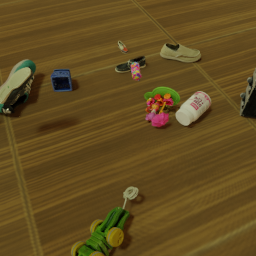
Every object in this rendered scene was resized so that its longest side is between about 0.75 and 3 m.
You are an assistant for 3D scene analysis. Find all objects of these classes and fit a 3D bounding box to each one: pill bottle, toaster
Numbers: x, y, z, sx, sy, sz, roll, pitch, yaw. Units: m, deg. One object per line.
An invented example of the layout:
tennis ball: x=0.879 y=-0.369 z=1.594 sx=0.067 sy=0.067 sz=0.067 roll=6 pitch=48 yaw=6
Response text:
pill bottle: x=2.520 y=-0.747 z=10.837 sx=0.787 sy=0.787 sz=1.388 roll=35 pitch=60 yaw=25
toaster: x=5.406 y=-1.233 z=10.588 sx=1.963 sy=1.775 sz=1.165 roll=9 pitch=51 yaw=8

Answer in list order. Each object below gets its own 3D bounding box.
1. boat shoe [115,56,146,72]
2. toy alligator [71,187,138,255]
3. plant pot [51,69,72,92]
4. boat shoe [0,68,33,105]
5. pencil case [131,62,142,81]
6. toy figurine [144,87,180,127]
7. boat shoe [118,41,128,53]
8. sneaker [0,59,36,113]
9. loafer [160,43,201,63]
boat shoe: x=0.111 y=-2.952 z=12.846 sx=1.488 sy=0.503 sz=0.534 roll=-18 pitch=54 yaw=-12
toy alligator: x=-0.496 y=2.940 z=7.852 sx=0.982 sy=0.712 sz=2.962 roll=6 pitch=42 yaw=48
plant pot: x=-2.800 y=-2.082 z=11.955 sx=0.802 sy=0.802 sz=0.721 roll=-3 pitch=45 yaw=-2
boat shoe: x=-3.522 y=-1.323 z=8.974 sx=1.623 sy=0.549 sz=0.583 roll=-38 pitch=59 yaw=23
pencil case: x=0.299 y=-2.109 z=10.413 sx=0.356 sy=0.356 sz=0.805 roll=-5 pitch=49 yaw=-4
toy figurine: x=1.119 y=-0.697 z=10.804 sx=1.502 sy=1.128 sz=1.383 roll=3 pitch=57 yaw=31
boat shoe: x=-0.252 y=-3.995 z=13.847 sx=0.297 sy=0.261 sz=0.834 roll=-23 pitch=55 yaw=-20
sneaker: x=-4.409 y=-1.668 z=11.538 sx=1.101 sy=0.984 sz=2.756 roll=18 pitch=61 yaw=13
loafer: x=2.500 y=-3.592 z=13.251 sx=1.935 sy=0.661 sz=0.732 roll=6 pitch=51 yaw=5
